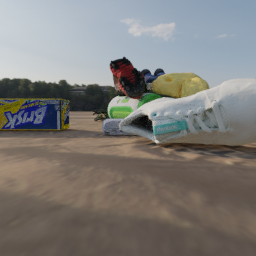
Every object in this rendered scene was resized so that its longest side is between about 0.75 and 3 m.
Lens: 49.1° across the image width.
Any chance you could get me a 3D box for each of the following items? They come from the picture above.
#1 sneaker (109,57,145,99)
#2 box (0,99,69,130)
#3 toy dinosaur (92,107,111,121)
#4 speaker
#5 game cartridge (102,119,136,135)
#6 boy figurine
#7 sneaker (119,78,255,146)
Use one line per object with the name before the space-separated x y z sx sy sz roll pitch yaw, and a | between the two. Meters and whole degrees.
sneaker | 0.037 -1.400 8.971 0.810 1.119 2.291 -18 37 -8
box | -3.265 -0.409 8.362 2.884 0.927 1.010 0 4 2
toy dinosaur | -0.820 -0.515 12.374 2.700 0.641 1.190 9 2 43
speaker | 0.239 -0.588 9.459 1.165 1.165 2.633 -2 5 -26
game cartridge | 0.402 -0.052 7.370 2.142 0.438 1.426 0 0 -7
boy figurine | 1.569 -1.276 8.699 1.827 0.947 2.939 -9 24 -28
sneaker | 1.060 -0.098 4.793 1.316 1.119 2.975 -16 6 -40
